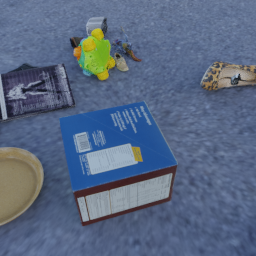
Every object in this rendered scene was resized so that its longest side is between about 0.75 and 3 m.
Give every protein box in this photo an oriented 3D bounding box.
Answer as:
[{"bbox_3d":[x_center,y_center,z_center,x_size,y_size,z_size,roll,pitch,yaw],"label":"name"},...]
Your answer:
[{"bbox_3d":[-0.355,0.873,7.826,2.568,1.733,2.550,-12,46,-12],"label":"protein box"}]

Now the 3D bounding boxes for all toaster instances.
[{"bbox_3d":[-1.612,-5.223,14.609,0.920,0.810,1.425,3,47,8],"label":"toaster"}]

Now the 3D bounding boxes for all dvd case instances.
[{"bbox_3d":[-3.604,-1.417,10.772,2.774,0.222,2.063,-13,66,-14],"label":"dvd case"}]

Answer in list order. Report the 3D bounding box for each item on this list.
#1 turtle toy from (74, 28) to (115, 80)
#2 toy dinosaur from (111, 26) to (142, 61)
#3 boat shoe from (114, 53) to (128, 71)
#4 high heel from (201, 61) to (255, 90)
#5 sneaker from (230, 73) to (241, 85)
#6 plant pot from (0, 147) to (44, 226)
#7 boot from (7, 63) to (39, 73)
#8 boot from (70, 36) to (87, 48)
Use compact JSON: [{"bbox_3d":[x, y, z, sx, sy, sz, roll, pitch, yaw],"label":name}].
[{"bbox_3d":[-1.466,-3.250,12.143,1.273,1.836,2.519,-5,40,24],"label":"turtle toy"},{"bbox_3d":[-0.216,-3.882,13.550,0.952,1.813,1.645,-32,18,10],"label":"toy dinosaur"},{"bbox_3d":[-0.337,-2.982,12.638,0.436,0.393,1.209,-16,47,-15],"label":"boat shoe"},{"bbox_3d":[4.300,-1.930,11.074,2.075,1.040,2.912,27,42,32],"label":"high heel"},{"bbox_3d":[4.062,-1.820,10.707,0.317,0.296,0.801,-12,20,43],"label":"sneaker"},{"bbox_3d":[-3.761,1.678,8.010,2.702,0.371,2.702,1,45,-1],"label":"plant pot"},{"bbox_3d":[-4.490,-1.909,11.375,1.592,0.634,1.932,21,44,33],"label":"boot"},{"bbox_3d":[-2.193,-4.012,13.496,0.845,0.651,1.743,-19,46,-15],"label":"boot"}]
